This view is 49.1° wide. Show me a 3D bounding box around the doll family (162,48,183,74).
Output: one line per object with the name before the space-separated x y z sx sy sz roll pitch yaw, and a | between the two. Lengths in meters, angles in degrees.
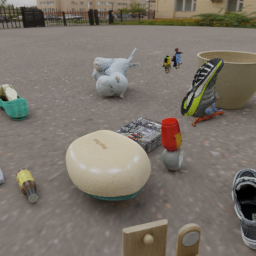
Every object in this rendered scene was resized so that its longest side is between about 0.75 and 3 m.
doll family | 1.712 -2.605 10.804 1.128 0.652 0.443 -17 -18 38

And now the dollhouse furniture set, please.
dollhouse furniture set | 0.931 2.185 3.483 1.606 1.376 1.689 -7 26 -16

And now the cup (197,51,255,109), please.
cup | 4.232 -1.975 11.651 2.841 2.032 2.841 0 24 0

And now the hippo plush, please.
hippo plush | -0.548 -2.193 13.143 2.392 1.905 1.923 -8 53 7

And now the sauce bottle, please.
sauce bottle | -2.342 1.335 6.536 0.354 0.354 1.096 -13 27 -26

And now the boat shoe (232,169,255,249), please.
boat shoe | 2.516 1.373 5.784 0.800 0.756 2.230 -13 20 26

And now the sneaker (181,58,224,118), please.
sneaker | 1.832 -0.910 6.623 0.619 1.530 0.565 18 23 -22

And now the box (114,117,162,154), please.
box | 0.465 0.208 8.890 1.291 0.407 1.637 17 30 33

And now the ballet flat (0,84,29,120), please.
ballet flat | -4.715 -1.211 11.236 0.959 1.002 2.848 -14 28 -35

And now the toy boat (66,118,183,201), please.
toy boat | 0.093 0.811 6.795 2.994 1.391 2.517 -19 26 -20

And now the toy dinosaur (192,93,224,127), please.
toy dinosaur | 3.005 -0.528 10.595 1.425 1.570 0.824 17 -17 -16

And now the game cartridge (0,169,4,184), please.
game cartridge | -3.495 1.208 7.038 0.616 0.189 0.926 -22 32 -32
